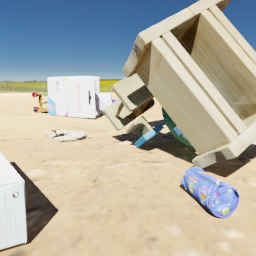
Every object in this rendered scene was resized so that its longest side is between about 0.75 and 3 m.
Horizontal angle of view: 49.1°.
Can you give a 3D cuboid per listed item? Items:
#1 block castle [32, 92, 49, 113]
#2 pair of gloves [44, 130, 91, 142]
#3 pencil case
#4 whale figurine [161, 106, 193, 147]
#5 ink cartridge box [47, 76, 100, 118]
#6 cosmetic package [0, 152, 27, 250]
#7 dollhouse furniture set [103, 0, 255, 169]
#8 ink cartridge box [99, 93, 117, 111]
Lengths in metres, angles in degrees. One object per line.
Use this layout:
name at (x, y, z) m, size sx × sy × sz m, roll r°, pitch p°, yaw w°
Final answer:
block castle at (-3.788, -1.194, 13.021) m, size 1.501 × 1.003 × 0.704 m, roll 3°, pitch 10°, yaw 26°
pair of gloves at (-1.525, 0.148, 7.032) m, size 0.910 × 0.188 × 1.070 m, roll -6°, pitch 12°, yaw -37°
pencil case at (0.877, 0.669, 3.112) m, size 0.326 × 0.363 × 0.835 m, roll -14°, pitch 10°, yaw -10°
whale figurine at (1.734, -0.220, 6.303) m, size 2.211 × 1.442 × 2.779 m, roll 40°, pitch 7°, yaw 28°
ink cartridge box at (-2.070, -1.298, 11.578) m, size 2.834 × 1.631 × 0.961 m, roll 7°, pitch 11°, yaw 38°
cosmetic package at (-2.168, 0.602, 2.732) m, size 1.753 × 0.601 × 2.326 m, roll -4°, pitch 10°, yaw -33°
dollhouse furniture set at (1.132, -0.547, 5.202) m, size 2.013 × 2.024 × 2.872 m, roll -35°, pitch -6°, yaw -22°
ink cartridge box at (-1.343, -1.360, 14.523) m, size 2.107 × 0.456 × 2.068 m, roll -2°, pitch 22°, yaw -6°
